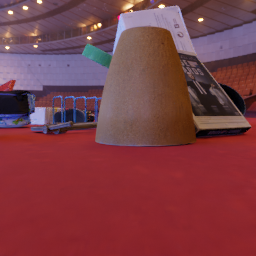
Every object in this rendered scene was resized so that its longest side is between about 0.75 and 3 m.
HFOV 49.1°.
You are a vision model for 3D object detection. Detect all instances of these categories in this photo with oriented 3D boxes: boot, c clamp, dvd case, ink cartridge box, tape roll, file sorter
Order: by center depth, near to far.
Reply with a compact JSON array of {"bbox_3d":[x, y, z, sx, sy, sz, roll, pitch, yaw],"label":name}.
[{"bbox_3d":[1.567,-0.971,6.769,2.045,2.721,0.336,-3,-36,-39],"label":"dvd case"},{"bbox_3d":[-1.398,-0.012,7.659,2.215,0.351,2.593,-4,1,35],"label":"c clamp"},{"bbox_3d":[-0.663,-2.192,9.280,1.723,0.414,1.723,27,9,-5],"label":"tape roll"},{"bbox_3d":[-1.771,-0.588,10.449,1.859,1.140,1.290,-1,4,-29],"label":"file sorter"},{"bbox_3d":[-2.109,-0.468,12.425,2.062,0.754,1.552,-6,-1,42],"label":"boot"},{"bbox_3d":[-4.041,-0.607,14.034,1.412,0.811,1.945,1,3,23],"label":"ink cartridge box"}]

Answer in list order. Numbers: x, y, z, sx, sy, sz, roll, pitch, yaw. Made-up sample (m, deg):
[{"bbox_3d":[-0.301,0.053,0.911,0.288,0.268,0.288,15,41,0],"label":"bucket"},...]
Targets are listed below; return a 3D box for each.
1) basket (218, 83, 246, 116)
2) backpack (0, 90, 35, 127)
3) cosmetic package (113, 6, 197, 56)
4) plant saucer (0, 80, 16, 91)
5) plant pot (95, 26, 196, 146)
[{"bbox_3d":[3.782,-0.888,12.050,2.179,1.643,2.416,24,5,15],"label":"basket"},{"bbox_3d":[-4.302,-0.715,10.340,1.703,1.367,1.861,-2,8,-4],"label":"backpack"},{"bbox_3d":[0.918,-2.975,11.494,2.405,2.419,2.891,-14,-11,-12],"label":"cosmetic package"},{"bbox_3d":[-4.984,-1.584,11.303,0.860,0.158,0.859,-23,40,12],"label":"plant saucer"},{"bbox_3d":[0.321,-0.721,5.057,1.807,1.938,1.807,0,2,0],"label":"plant pot"}]
